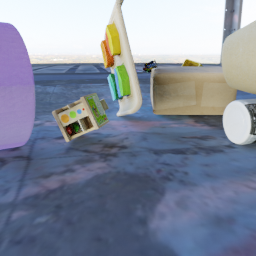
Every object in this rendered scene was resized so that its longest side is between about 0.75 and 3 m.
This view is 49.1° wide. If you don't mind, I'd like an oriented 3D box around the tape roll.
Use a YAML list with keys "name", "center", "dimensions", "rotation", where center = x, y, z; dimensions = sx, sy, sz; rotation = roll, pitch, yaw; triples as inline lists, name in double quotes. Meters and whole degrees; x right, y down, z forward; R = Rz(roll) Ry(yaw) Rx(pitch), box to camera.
- name: "tape roll"
  center: [-2.641, -0.784, 5.399]
  dimensions: [0.800, 2.438, 2.438]
  rotation: [-10, 18, -40]

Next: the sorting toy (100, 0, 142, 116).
- name: "sorting toy"
  center: [-0.292, -1.672, 7.379]
  dimensions: [0.493, 2.701, 2.500]
  rotation: [-9, 2, -11]

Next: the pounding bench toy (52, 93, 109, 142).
- name: "pounding bench toy"
  center: [-1.015, -0.276, 6.416]
  dimensions: [0.924, 0.736, 1.185]
  rotation: [-23, 7, 18]

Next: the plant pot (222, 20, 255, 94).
- name: "plant pot"
  center: [3.892, -1.717, 6.504]
  dimensions: [2.992, 2.802, 2.802]
  rotation: [0, 12, 43]

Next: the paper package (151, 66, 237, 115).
- name: "paper package"
  center: [2.047, -1.340, 9.371]
  dimensions: [2.577, 1.333, 2.457]
  rotation: [0, 18, 2]

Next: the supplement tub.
- name: "supplement tub"
  center: [2.970, -0.175, 6.081]
  dimensions: [1.558, 0.955, 0.955]
  rotation: [-4, 16, -17]

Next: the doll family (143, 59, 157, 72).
- name: "doll family"
  center: [0.670, -1.914, 8.703]
  dimensions: [0.455, 0.309, 0.788]
  rotation: [-19, -8, 7]

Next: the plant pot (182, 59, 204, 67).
- name: "plant pot"
  center: [3.354, -2.650, 14.200]
  dimensions: [1.169, 1.143, 1.135]
  rotation: [23, 12, -37]
